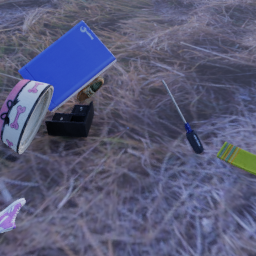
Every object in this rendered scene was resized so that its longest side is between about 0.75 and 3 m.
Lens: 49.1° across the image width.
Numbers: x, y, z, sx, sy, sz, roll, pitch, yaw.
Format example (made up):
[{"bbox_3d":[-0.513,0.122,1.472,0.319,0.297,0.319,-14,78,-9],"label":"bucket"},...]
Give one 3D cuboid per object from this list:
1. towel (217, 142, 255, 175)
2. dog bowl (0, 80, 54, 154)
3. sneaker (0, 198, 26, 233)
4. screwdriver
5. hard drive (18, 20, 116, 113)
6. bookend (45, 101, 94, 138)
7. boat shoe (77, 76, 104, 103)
[{"bbox_3d":[3.097,0.828,7.583,1.262,0.114,0.543,26,72,31],"label":"towel"},{"bbox_3d":[-2.809,-0.379,7.594,0.764,2.071,2.071,25,42,-8],"label":"dog bowl"},{"bbox_3d":[-2.416,1.867,5.894,0.449,0.285,0.787,42,53,12],"label":"sneaker"},{"bbox_3d":[1.523,-0.298,7.608,0.342,2.351,0.328,-23,18,12],"label":"screwdriver"},{"bbox_3d":[-2.029,-2.082,9.397,2.765,0.351,1.824,-40,81,-3],"label":"hard drive"},{"bbox_3d":[-1.757,-0.313,8.727,1.203,0.558,1.211,3,38,5],"label":"bookend"},{"bbox_3d":[-1.296,-1.305,9.568,1.179,0.446,0.435,-44,27,12],"label":"boat shoe"}]
